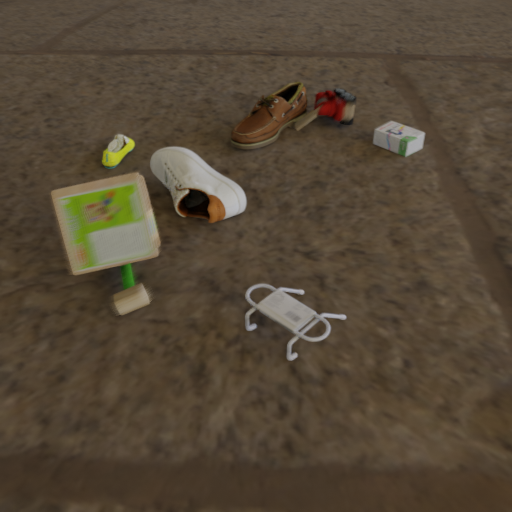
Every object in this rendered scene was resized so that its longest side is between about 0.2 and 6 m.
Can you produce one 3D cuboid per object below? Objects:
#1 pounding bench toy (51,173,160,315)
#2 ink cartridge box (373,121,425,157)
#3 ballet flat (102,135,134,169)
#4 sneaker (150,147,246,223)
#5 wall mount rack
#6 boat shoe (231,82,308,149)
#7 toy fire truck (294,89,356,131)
[{"bbox_3d":[-2.639,-0.221,10.665,1.505,2.423,1.890,-14,8,-7],"label":"pounding bench toy"},{"bbox_3d":[3.938,-3.249,15.521,0.822,0.495,1.131,-30,45,-33],"label":"ink cartridge box"},{"bbox_3d":[-3.697,-2.939,15.057,0.547,0.549,1.638,6,37,8],"label":"ballet flat"},{"bbox_3d":[-1.682,-1.655,12.882,2.963,1.079,1.254,30,45,33],"label":"sneaker"},{"bbox_3d":[0.692,1.014,9.740,1.510,0.648,1.738,-33,48,-32],"label":"wall mount rack"},{"bbox_3d":[0.341,-4.120,16.150,1.192,1.127,3.315,21,41,25],"label":"boat shoe"},{"bbox_3d":[1.963,-4.332,16.692,1.659,1.067,1.460,-1,28,-10],"label":"toy fire truck"}]
